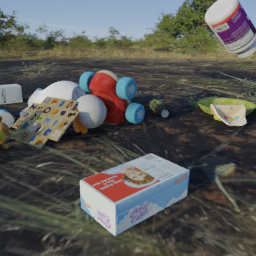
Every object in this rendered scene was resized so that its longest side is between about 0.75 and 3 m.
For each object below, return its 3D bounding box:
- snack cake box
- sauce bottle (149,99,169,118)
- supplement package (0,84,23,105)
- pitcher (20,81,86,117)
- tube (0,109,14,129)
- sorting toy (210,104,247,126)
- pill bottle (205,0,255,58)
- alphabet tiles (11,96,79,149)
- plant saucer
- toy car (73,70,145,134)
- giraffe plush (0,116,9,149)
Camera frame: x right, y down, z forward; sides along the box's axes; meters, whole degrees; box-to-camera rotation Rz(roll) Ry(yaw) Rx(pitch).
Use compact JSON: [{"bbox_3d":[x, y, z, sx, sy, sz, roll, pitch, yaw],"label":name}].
[{"bbox_3d":[0.190,1.371,6.332,2.217,0.745,1.275,-15,25,-37],"label":"snack cake box"},{"bbox_3d":[1.522,-0.953,13.657,0.603,0.603,1.862,-4,18,-11],"label":"sauce bottle"},{"bbox_3d":[-7.007,-1.910,15.930,1.685,0.985,0.988,-12,22,-33],"label":"supplement package"},{"bbox_3d":[-3.512,-1.145,13.093,2.721,1.649,2.334,-1,37,29],"label":"pitcher"},{"bbox_3d":[-5.714,-0.538,12.397,1.105,0.719,2.854,-2,12,-33],"label":"tube"},{"bbox_3d":[4.420,-0.458,12.085,1.467,0.784,1.320,0,26,-3],"label":"sorting toy"},{"bbox_3d":[3.305,-3.087,8.748,1.862,1.047,1.047,38,-2,-31],"label":"pill bottle"},{"bbox_3d":[-3.119,-0.294,10.447,2.671,0.085,2.223,12,57,35],"label":"alphabet tiles"},{"bbox_3d":[4.957,-1.040,14.188,2.813,0.437,2.813,0,19,0],"label":"plant saucer"},{"bbox_3d":[-1.227,-0.671,11.303,2.554,2.451,2.771,17,52,36],"label":"toy car"},{"bbox_3d":[-4.556,0.122,9.396,1.203,1.484,1.280,16,-1,25],"label":"giraffe plush"}]
